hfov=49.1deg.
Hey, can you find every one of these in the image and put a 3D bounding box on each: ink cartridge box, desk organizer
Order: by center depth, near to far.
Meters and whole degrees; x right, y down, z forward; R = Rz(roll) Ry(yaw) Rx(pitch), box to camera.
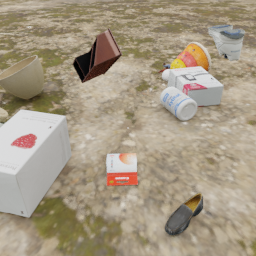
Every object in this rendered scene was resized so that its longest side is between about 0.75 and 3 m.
[{"bbox_3d":[-0.856,-1.755,7.177,0.729,0.679,1.894,-28,5,-18],"label":"desk organizer"},{"bbox_3d":[-0.211,1.363,9.446,1.050,0.325,1.295,-1,32,-1],"label":"ink cartridge box"},{"bbox_3d":[3.237,-2.084,13.847,1.799,1.033,2.477,-8,35,-11],"label":"ink cartridge box"}]

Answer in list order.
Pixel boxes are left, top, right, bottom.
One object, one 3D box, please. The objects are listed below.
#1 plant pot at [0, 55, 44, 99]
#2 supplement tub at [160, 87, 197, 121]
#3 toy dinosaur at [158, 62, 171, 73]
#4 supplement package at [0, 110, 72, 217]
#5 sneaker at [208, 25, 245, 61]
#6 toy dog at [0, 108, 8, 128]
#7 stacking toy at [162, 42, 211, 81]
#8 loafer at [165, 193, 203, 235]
[{"bbox_3d":[-4.950,-2.275,13.501,2.215,1.487,2.215,-20,30,12],"label":"plant pot"},{"bbox_3d":[2.223,-1.087,12.418,1.025,1.025,1.553,-16,37,-22],"label":"supplement tub"},{"bbox_3d":[2.669,-3.497,16.620,1.239,1.366,0.717,31,-1,11],"label":"toy dinosaur"},{"bbox_3d":[-3.235,0.955,8.760,1.772,1.750,2.923,8,35,12],"label":"supplement package"},{"bbox_3d":[3.761,-3.397,11.036,0.990,1.157,2.657,-5,29,7],"label":"sneaker"},{"bbox_3d":[-4.706,0.421,9.973,1.343,1.838,2.788,25,37,-21],"label":"toy dog"},{"bbox_3d":[3.044,-3.344,15.492,2.672,1.953,1.953,-32,43,-14],"label":"stacking toy"},{"bbox_3d":[1.566,2.337,7.788,0.561,0.557,1.542,28,44,33],"label":"loafer"}]
